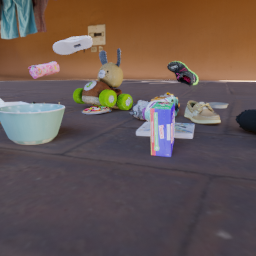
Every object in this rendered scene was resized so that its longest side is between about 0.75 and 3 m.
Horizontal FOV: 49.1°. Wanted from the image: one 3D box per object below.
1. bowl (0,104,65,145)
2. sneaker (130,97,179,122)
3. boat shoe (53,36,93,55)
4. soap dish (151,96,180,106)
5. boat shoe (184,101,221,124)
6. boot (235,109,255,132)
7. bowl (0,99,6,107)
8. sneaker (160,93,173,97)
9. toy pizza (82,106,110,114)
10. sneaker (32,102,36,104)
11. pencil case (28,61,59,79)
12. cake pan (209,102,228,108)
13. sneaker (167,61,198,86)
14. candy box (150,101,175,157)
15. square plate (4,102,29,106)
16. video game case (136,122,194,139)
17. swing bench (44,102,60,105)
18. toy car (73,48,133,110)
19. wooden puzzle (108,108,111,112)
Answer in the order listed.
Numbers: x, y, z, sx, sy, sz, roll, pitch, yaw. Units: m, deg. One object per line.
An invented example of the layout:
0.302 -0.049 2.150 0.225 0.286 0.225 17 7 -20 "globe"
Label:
-2.758 -0.119 8.110 1.887 0.987 1.887 0 13 0 "bowl"
0.991 -0.867 11.709 1.661 0.923 2.374 10 15 36 "sneaker"
-2.023 -3.104 10.305 1.471 0.521 0.513 -14 36 4 "boat shoe"
1.780 -1.152 13.600 1.313 0.678 1.669 3 12 15 "soap dish"
2.863 -0.648 11.065 0.851 0.764 2.300 -3 13 -15 "boat shoe"
4.116 -0.091 8.069 2.599 0.962 2.130 1 12 -33 "boot"
-5.867 -0.829 11.678 1.372 0.617 1.372 29 24 -14 "bowl"
2.508 -1.992 17.812 0.508 0.536 1.304 -6 13 -28 "sneaker"
-1.519 -0.877 13.168 1.321 0.209 1.321 -5 14 1 "toy pizza"
-4.147 -0.780 11.925 1.592 0.660 0.564 -5 12 -23 "sneaker"
-3.495 -2.451 11.711 0.579 0.579 1.324 7 22 31 "pencil case"
4.810 -1.214 15.015 1.090 0.200 1.090 0 12 0 "cake pan"
1.352 -1.388 7.105 0.930 0.357 0.390 39 49 25 "sneaker"
0.912 -0.027 7.226 0.537 1.178 1.393 1 12 11 "candy box"
-5.960 -0.968 13.595 2.272 0.326 2.294 -10 16 -37 "square plate"
1.281 0.041 9.241 1.743 0.192 1.589 3 13 14 "video game case"
-3.534 -0.882 12.888 0.750 0.489 0.754 -1 17 -8 "swing bench"
-1.095 -2.491 13.927 2.391 2.911 2.296 10 2 41 "toy car"
-1.141 -0.851 13.603 0.642 0.111 0.951 -6 13 -9 "wooden puzzle"
